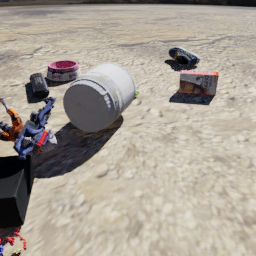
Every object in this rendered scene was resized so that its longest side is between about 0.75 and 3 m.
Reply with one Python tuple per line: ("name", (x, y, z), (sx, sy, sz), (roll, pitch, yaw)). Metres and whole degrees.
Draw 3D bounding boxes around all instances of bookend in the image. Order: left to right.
("bookend", (-3.161, 1.384, 6.289), (1.760, 0.811, 1.749), (-6, 28, -7))

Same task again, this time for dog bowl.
("dog bowl", (-3.222, -2.888, 14.005), (1.761, 0.649, 1.761), (1, 30, 0))

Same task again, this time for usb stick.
("usb stick", (-3.998, -1.929, 12.564), (0.698, 0.410, 2.517), (-16, 33, -15))

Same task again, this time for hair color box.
("hair color box", (3.048, -1.983, 12.159), (1.602, 0.888, 0.512), (5, 30, 11))

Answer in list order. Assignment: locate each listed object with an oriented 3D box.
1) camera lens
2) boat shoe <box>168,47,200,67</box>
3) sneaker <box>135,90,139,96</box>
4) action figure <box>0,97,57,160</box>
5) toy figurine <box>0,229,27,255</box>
("camera lens", (-0.897, -1.109, 9.608), (1.843, 1.843, 2.304), (11, 32, 19))
("boat shoe", (2.941, -4.100, 15.975), (1.003, 0.782, 2.210), (-18, 36, -37))
("sneaker", (0.054, -1.617, 12.095), (0.437, 0.388, 1.046), (-19, 42, -40))
("action figure", (-2.489, -0.050, 6.957), (1.756, 0.949, 1.815), (30, 59, -2))
("toy figurine", (-2.389, 2.354, 4.794), (1.241, 0.655, 0.743), (-10, 36, -16))
